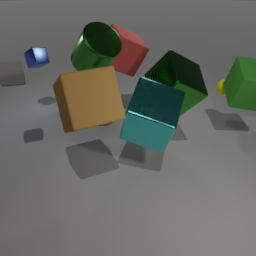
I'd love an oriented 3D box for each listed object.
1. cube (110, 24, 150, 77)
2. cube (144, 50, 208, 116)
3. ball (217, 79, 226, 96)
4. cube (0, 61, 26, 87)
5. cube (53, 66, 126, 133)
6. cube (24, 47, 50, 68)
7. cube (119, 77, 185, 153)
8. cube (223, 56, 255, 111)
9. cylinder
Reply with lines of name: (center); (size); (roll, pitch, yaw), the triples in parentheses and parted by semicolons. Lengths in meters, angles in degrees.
cube: (-0.209, -3.240, 11.726); (1.400, 1.400, 1.400); (13, 34, -32)
cube: (1.563, -1.447, 9.375); (1.400, 1.400, 1.400); (17, 51, -32)
ball: (4.130, -1.720, 11.878); (0.700, 0.700, 0.700); (0, 28, 0)
cube: (-3.557, -1.650, 8.581); (0.700, 0.700, 0.700); (-9, 9, -20)
cube: (-1.074, -0.719, 7.459); (1.400, 1.400, 1.400); (-14, 3, -22)
cube: (-3.956, -3.051, 12.163); (0.700, 0.700, 0.700); (-13, 4, 40)
cube: (0.692, -0.362, 8.198); (1.400, 1.400, 1.400); (19, 56, 2)
cube: (4.593, -1.640, 10.492); (1.400, 1.400, 1.400); (9, 49, -4)
cylinder: (-1.120, -2.675, 9.730); (1.400, 1.400, 1.400); (-21, -9, -34)
